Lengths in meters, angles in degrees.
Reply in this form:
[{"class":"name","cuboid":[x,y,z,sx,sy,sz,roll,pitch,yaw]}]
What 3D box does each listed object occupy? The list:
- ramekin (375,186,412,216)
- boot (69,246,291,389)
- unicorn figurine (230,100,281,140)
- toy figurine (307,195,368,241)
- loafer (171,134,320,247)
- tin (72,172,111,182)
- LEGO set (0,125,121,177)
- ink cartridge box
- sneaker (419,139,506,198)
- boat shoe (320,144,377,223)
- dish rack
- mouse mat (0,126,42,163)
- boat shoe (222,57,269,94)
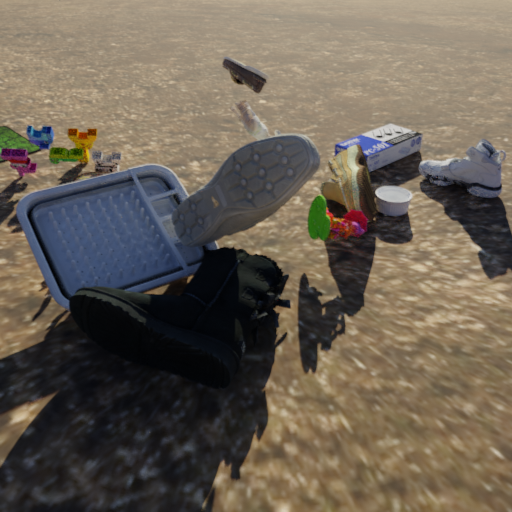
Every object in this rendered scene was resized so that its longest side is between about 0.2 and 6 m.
[{"class":"ramekin","cuboid":[3.248,-1.293,13.326,0.851,0.415,0.851,0,34,0]},{"class":"boot","cuboid":[-1.134,0.712,9.551,3.163,1.171,2.592,18,40,14]},{"class":"unicorn figurine","cuboid":[0.042,-2.166,9.442,0.866,0.466,1.261,51,27,13]},{"class":"toy figurine","cuboid":[1.791,-0.665,11.532,1.133,0.924,1.231,6,25,-16]},{"class":"loafer","cuboid":[-0.146,-1.123,9.744,3.390,1.185,1.183,-24,-5,42]},{"class":"tin","cuboid":[-3.751,-1.773,14.145,1.751,0.367,0.981,5,38,8]},{"class":"LEGO set","cuboid":[-5.058,-2.718,15.059,2.982,1.224,1.137,1,64,-6]},{"class":"ink cartridge box","cuboid":[3.491,-3.084,15.923,2.514,0.556,1.182,-26,41,-34]},{"class":"sneaker","cuboid":[5.229,-2.362,14.180,2.188,1.257,0.822,27,42,34]},{"class":"boat shoe","cuboid":[2.144,-1.607,13.444,1.196,1.125,3.140,-17,26,16]},{"class":"dish rack","cuboid":[-2.647,-0.332,10.852,3.252,0.708,2.791,-19,64,-29]},{"class":"mouse mat","cuboid":[-7.978,-3.256,16.631,2.241,0.105,2.785,-28,42,-36]},{"class":"boat shoe","cuboid":[-0.327,-4.184,12.939,0.572,0.474,1.592,10,21,-47]}]
